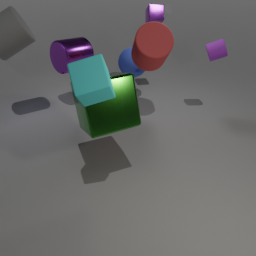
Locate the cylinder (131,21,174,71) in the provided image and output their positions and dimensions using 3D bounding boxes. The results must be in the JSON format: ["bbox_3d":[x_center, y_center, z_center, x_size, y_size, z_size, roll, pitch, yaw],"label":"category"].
[{"bbox_3d":[0.887,-3.035,10.577,1.400,1.400,1.400,-4,-8,-6],"label":"cylinder"}]

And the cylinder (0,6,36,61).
[{"bbox_3d":[-4.344,-3.407,10.135,1.400,1.400,1.400,-33,35,0],"label":"cylinder"}]

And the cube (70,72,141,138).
[{"bbox_3d":[-0.627,-0.688,7.620,1.400,1.400,1.400,-15,16,-18],"label":"cube"}]

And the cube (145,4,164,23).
[{"bbox_3d":[1.210,-5.148,12.743,0.700,0.700,0.700,-1,2,-10],"label":"cube"}]

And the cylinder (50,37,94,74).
[{"bbox_3d":[-2.447,-3.176,12.229,1.400,1.400,1.400,26,36,37],"label":"cylinder"}]

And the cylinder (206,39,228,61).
[{"bbox_3d":[3.544,-3.108,11.206,0.700,0.700,0.700,-15,26,18],"label":"cylinder"}]

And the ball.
[{"bbox_3d":[0.237,-3.092,13.192,1.400,1.400,1.400,0,30,0],"label":"ball"}]

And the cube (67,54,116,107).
[{"bbox_3d":[-0.712,-0.928,5.580,0.700,0.700,0.700,-17,-13,2],"label":"cube"}]
